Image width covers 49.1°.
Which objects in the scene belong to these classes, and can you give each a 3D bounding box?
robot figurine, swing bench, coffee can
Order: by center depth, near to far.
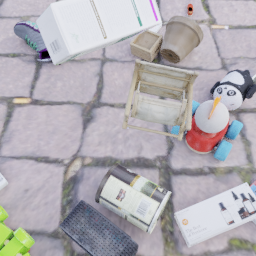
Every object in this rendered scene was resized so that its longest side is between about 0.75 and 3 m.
[{"bbox_3d":[0.825,-0.731,7.345,1.664,1.085,1.672,12,71,0],"label":"swing bench"},{"bbox_3d":[0.149,1.936,7.814,1.741,1.274,1.274,27,61,16],"label":"coffee can"},{"bbox_3d":[3.802,-1.413,10.067,1.077,1.296,1.725,43,64,-2],"label":"robot figurine"}]

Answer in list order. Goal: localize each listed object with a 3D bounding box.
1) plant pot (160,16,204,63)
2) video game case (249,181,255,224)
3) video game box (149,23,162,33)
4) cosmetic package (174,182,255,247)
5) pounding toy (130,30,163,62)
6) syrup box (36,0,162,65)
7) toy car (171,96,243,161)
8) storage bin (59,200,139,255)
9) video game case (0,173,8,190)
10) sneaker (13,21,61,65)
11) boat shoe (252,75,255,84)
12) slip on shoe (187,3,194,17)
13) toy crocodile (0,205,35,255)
[{"bbox_3d":[2.020,-3.412,11.255,1.579,1.579,1.370,26,78,16],"label":"plant pot"},{"bbox_3d":[4.860,2.075,8.325,2.828,0.247,2.022,-34,63,-20],"label":"video game case"},{"bbox_3d":[0.982,-4.519,12.590,0.814,0.209,0.893,26,61,13],"label":"video game box"},{"bbox_3d":[2.497,2.395,7.775,2.240,0.567,0.925,-22,57,-4],"label":"cosmetic package"},{"bbox_3d":[0.928,-3.427,11.616,1.157,0.894,1.257,29,72,18],"label":"pounding toy"},{"bbox_3d":[-0.652,-2.714,7.183,2.947,1.160,1.200,-29,105,-30],"label":"syrup box"},{"bbox_3d":[2.644,-0.343,8.785,1.933,2.097,1.855,29,62,17],"label":"toy car"},{"bbox_3d":[-0.726,2.862,7.218,1.873,1.266,0.878,32,63,19],"label":"storage bin"},{"bbox_3d":[-5.163,1.748,8.539,2.010,0.254,2.206,39,65,22],"label":"video game case"},{"bbox_3d":[-3.703,-3.486,11.486,2.747,1.022,1.203,20,64,12],"label":"sneaker"},{"bbox_3d":[5.194,-2.021,10.876,1.180,0.422,0.353,-40,65,-16],"label":"boat shoe"},{"bbox_3d":[2.960,-5.650,13.278,0.331,0.274,0.895,7,56,7],"label":"slip on shoe"},{"bbox_3d":[-3.385,2.897,7.492,2.960,0.914,0.999,33,64,23],"label":"toy crocodile"}]
